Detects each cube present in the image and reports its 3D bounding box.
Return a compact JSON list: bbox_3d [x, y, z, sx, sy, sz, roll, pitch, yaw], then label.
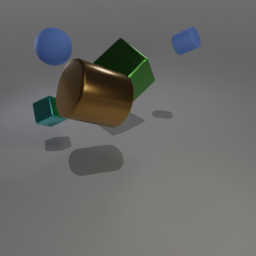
[{"bbox_3d":[-0.130,-1.882,9.602,1.400,1.400,1.400,-44,65,-3],"label":"cube"},{"bbox_3d":[-2.462,-0.513,8.828,0.700,0.700,0.700,-21,-16,22],"label":"cube"}]

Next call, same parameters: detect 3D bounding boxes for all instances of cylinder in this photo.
[{"bbox_3d":[1.903,-2.843,9.160,0.700,0.700,0.700,-16,16,39],"label":"cylinder"},{"bbox_3d":[-0.810,-0.802,6.790,1.400,1.400,1.400,12,19,-37],"label":"cylinder"}]

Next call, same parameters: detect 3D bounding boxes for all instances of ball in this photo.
[{"bbox_3d":[-2.843,-3.102,10.708,1.400,1.400,1.400,0,30,0],"label":"ball"}]
